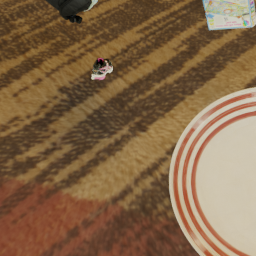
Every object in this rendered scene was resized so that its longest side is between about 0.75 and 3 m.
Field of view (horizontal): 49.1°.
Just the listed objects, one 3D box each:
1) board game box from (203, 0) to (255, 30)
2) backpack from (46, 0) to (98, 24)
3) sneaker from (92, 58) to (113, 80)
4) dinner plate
[{"bbox_3d":[2.859,-3.319,7.949,0.242,0.950,1.413,-39,34,-26],"label":"board game box"},{"bbox_3d":[-1.575,-3.977,7.322,2.537,2.117,1.606,26,91,57],"label":"backpack"},{"bbox_3d":[-0.482,-1.207,5.380,0.314,0.338,0.783,6,33,6],"label":"sneaker"},{"bbox_3d":[1.781,0.762,3.636,2.606,0.316,2.606,-3,85,34],"label":"dinner plate"}]
